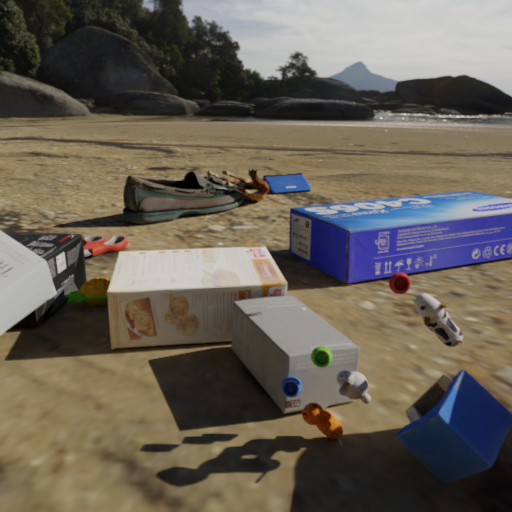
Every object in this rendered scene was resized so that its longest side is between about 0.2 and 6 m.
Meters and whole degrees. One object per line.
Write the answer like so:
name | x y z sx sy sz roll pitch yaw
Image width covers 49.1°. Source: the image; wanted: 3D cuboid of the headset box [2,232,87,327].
headset box | -3.767 0.255 7.780 2.257 0.872 1.680 0 16 4

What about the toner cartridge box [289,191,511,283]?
toner cartridge box | 2.867 -0.457 10.052 4.164 0.899 1.978 -7 18 -23

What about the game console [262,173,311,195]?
game console | 0.779 -1.994 16.461 1.295 0.766 1.106 -8 50 -22

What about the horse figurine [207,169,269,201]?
horse figurine | -0.390 -1.859 14.830 1.662 0.626 2.508 14 -2 -32

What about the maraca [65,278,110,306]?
maraca | -2.264 0.517 7.770 0.721 0.386 0.495 -13 19 -30

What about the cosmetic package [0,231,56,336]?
cosmetic package | -3.805 0.216 6.157 2.476 0.640 1.867 28 51 22

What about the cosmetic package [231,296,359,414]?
cosmetic package | 0.348 0.967 5.850 0.802 0.677 1.501 -4 14 -24

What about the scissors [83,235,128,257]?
scissors | -2.943 -0.061 9.882 0.885 0.169 2.420 5 14 2

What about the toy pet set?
toy pet set | 1.144 1.100 4.440 1.404 1.504 0.799 44 5 6

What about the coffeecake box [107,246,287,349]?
coffeecake box | -0.766 0.469 7.257 2.083 0.761 1.599 -2 17 -8

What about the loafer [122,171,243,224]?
loafer | -1.608 -1.533 13.298 1.222 1.070 3.402 16 23 42
